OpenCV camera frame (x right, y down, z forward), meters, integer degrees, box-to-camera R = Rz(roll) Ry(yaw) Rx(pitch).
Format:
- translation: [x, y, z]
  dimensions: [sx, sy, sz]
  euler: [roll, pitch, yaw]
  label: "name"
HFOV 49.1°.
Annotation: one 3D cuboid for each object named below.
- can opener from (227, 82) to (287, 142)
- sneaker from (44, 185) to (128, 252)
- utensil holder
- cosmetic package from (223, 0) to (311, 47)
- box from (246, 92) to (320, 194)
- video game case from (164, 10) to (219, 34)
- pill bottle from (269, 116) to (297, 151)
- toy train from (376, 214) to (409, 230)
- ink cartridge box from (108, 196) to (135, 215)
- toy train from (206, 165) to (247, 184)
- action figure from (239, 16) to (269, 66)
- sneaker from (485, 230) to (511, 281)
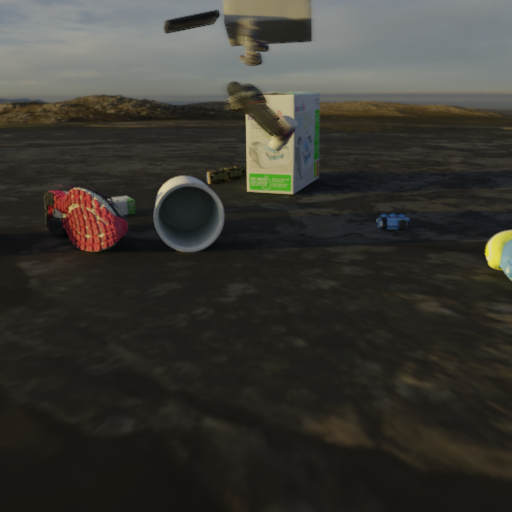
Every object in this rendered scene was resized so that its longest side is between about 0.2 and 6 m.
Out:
- translation: [0.032, -3.032, 11.572]
  dimensions: [0.745, 0.601, 1.895]
  euler: [-35, 57, -7]
  label: "can opener"
- translation: [-3.110, -0.829, 10.593]
  dimensions: [1.040, 1.123, 2.784]
  euler: [-10, 19, -36]
  label: "sneaker"
- translation: [-1.281, -0.840, 10.460]
  dimensions: [1.242, 1.242, 1.461]
  euler: [-3, 15, -9]
  label: "utensil holder"
- translation: [0.248, -4.640, 10.907]
  dimensions: [1.683, 0.759, 0.899]
  euler: [-3, -10, 4]
  label: "cosmetic package"
- translation: [0.814, -3.380, 16.285]
  dimensions: [1.464, 2.671, 3.027]
  euler: [6, 17, 19]
  label: "box"
- translation: [-1.224, -4.387, 10.528]
  dimensions: [0.991, 0.126, 0.895]
  euler: [-15, 16, -7]
  label: "video game case"
- translation: [0.571, -2.652, 12.180]
  dimensions: [0.402, 0.715, 0.402]
  euler: [19, 40, -17]
  label: "pill bottle"
- translation: [2.837, -0.693, 11.577]
  dimensions: [0.676, 0.293, 0.386]
  euler: [1, 23, 4]
  label: "toy train"
- translation: [-3.274, -1.130, 12.883]
  dimensions: [0.823, 0.347, 0.601]
  euler: [-10, 20, -30]
  label: "ink cartridge box"
- translation: [-0.822, -2.615, 17.678]
  dimensions: [0.555, 0.414, 2.424]
  euler: [7, 17, 32]
  label: "toy train"
- translation: [-0.082, -3.167, 8.394]
  dimensions: [0.339, 0.636, 0.978]
  euler: [11, 1, 11]
  label: "action figure"
- translation: [4.632, 0.125, 8.241]
  dimensions: [2.229, 0.844, 1.171]
  euler: [-5, 28, 10]
  label: "sneaker"
